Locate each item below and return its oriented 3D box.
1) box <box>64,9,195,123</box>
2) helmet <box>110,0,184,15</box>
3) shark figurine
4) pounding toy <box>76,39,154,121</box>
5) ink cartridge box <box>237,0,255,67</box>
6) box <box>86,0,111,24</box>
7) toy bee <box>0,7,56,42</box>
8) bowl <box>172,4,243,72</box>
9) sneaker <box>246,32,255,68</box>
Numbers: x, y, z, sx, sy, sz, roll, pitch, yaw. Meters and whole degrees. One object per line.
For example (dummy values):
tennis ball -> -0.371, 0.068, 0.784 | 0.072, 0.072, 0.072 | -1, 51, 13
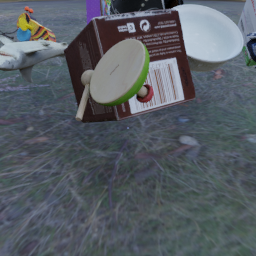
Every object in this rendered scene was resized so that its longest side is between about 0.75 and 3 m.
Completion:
box -> -0.077, -1.188, 5.983 | 1.821, 1.802, 2.195 | -17, 7, -25
helmet -> 0.525, -3.624, 9.029 | 2.177, 2.284, 2.284 | -3, 24, 33
shark figurine -> -2.402, -1.855, 7.914 | 3.086, 1.288, 1.844 | -16, 39, -40
pounding toy -> -0.092, -0.588, 3.885 | 1.244, 0.577, 0.960 | -25, 51, 33
ink cartridge box -> 4.283, -3.229, 8.877 | 0.933, 1.609, 2.222 | -9, -16, 8
box -> -0.933, -3.976, 10.195 | 0.551, 2.817, 1.928 | -5, -7, 12
toy bee -> -3.302, -3.389, 9.341 | 2.179, 1.184, 1.426 | 19, 9, -1
bowl -> 1.907, -2.312, 7.800 | 2.244, 1.009, 2.244 | 5, 57, -7
sneaker -> 3.249, -1.806, 5.595 | 1.348, 0.871, 2.484 | -17, 5, 12
